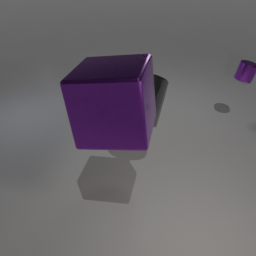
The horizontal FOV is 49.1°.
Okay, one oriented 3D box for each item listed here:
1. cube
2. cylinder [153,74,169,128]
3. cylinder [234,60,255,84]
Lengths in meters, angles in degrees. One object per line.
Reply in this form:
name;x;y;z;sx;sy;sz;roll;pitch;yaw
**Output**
cube;-0.263;-0.522;5.395;1.400;1.400;1.400;0;31;13
cylinder;0.334;-0.856;8.180;1.400;1.400;1.400;15;2;-1
cylinder;4.573;-2.184;10.835;0.700;0.700;0.700;10;33;-6
